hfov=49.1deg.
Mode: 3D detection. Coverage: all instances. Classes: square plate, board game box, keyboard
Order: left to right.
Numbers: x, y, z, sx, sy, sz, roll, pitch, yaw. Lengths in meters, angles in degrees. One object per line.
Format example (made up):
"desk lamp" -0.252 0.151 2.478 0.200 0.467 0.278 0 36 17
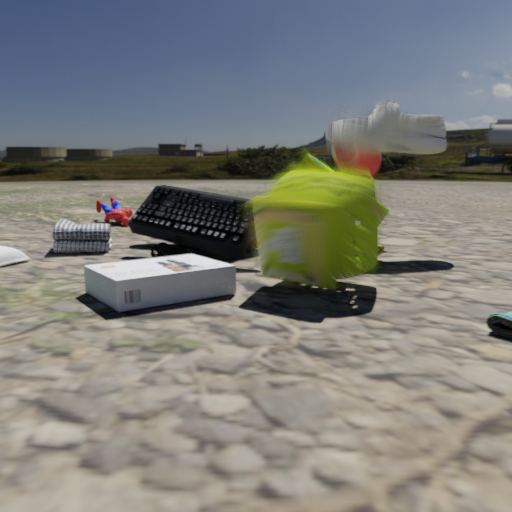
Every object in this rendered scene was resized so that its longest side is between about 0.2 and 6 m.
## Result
"square plate" -5.891 0.037 9.667 2.689 0.383 2.664 5 11 25
"keyboard" -1.236 -0.575 10.413 2.766 1.661 0.355 13 -26 34
"board game box" 1.866 -1.474 12.550 1.166 0.547 2.296 28 13 -31

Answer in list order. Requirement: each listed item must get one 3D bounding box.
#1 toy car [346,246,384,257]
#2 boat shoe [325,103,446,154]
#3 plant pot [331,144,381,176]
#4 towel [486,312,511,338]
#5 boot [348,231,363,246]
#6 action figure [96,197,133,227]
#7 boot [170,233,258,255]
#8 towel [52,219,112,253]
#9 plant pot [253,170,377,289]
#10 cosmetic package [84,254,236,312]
"toy car" 1.638 -0.012 10.212 1.282 0.286 1.206 3 11 19
"boat shoe" 2.611 -2.602 11.199 2.526 0.882 0.896 3 -3 -8
"plant pot" 2.287 -2.370 13.157 1.022 1.022 0.904 7 -9 37
"towel" 3.716 0.731 6.097 2.056 0.223 1.508 -7 13 -36
"boot" 1.909 -0.408 11.828 1.258 0.604 1.721 11 11 23
"action figure" -4.136 -1.248 16.552 0.772 0.610 2.360 -11 18 -25
"boot" -1.401 -0.676 11.482 3.145 1.175 1.524 6 9 22
"towel" -3.623 -0.438 11.732 1.155 0.597 1.395 -2 10 -15
"plant pot" 0.804 -0.359 8.110 1.450 1.457 1.322 11 29 37
"cosmetic package" -1.342 0.328 7.802 1.733 0.448 1.306 -7 9 -34
